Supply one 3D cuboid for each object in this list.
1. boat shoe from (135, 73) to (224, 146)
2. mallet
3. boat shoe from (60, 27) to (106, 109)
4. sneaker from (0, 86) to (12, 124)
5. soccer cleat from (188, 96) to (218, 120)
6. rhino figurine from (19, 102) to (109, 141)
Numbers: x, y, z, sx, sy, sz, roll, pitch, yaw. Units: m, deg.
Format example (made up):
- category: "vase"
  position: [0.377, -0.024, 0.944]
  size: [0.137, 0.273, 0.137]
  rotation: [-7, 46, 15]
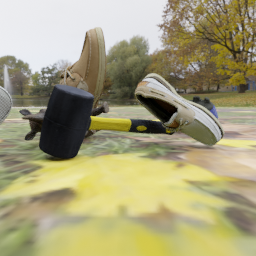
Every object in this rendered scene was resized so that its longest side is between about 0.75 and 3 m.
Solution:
- category: "boat shoe"
  position: [0.725, -0.173, 4.158]
  size: [1.481, 0.553, 0.507]
  rotation: [36, 47, 4]
- category: "mallet"
  position: [-0.042, -0.155, 3.969]
  size: [2.501, 0.824, 0.515]
  rotation: [-6, 27, -45]
- category: "boat shoe"
  position: [-0.946, -0.826, 5.492]
  size: [0.763, 2.364, 0.842]
  rotation: [3, 40, -18]
- category: "sneaker"
  position: [-2.074, -0.106, 3.244]
  size: [1.074, 1.018, 2.615]
  rotation: [0, 12, 7]
- category: "soccer cleat"
  position: [1.262, -0.333, 6.622]
  size: [0.672, 0.870, 2.080]
  rotation: [-31, 24, -19]
- category: "rhino figurine"
  position: [-0.997, -0.105, 4.585]
  size: [0.921, 0.630, 2.106]
  rotation: [-10, -2, 19]
